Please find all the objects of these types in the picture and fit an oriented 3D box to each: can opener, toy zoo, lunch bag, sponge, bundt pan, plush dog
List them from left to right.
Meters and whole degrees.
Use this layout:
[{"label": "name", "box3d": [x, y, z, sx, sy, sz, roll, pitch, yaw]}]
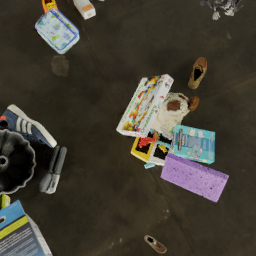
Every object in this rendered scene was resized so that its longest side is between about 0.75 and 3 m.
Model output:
[{"label": "bundt pan", "box3d": [-4.683, 1.294, 10.261, 2.387, 0.896, 2.387, 12, 67, -30]}, {"label": "can opener", "box3d": [-2.819, 1.564, 10.719, 0.501, 0.632, 1.902, 10, 63, 5]}, {"label": "lunch bag", "box3d": [-3.219, -4.473, 12.858, 1.784, 0.736, 1.434, 45, 82, -1]}, {"label": "toy zoo", "box3d": [1.100, 0.519, 11.309, 1.538, 0.240, 2.344, 19, 69, 7]}, {"label": "plush dog", "box3d": [1.654, -0.702, 11.049, 2.015, 1.882, 2.346, -34, 37, -31]}, {"label": "sponge", "box3d": [2.062, 1.560, 8.941, 1.957, 1.092, 0.292, 22, 44, 20]}]

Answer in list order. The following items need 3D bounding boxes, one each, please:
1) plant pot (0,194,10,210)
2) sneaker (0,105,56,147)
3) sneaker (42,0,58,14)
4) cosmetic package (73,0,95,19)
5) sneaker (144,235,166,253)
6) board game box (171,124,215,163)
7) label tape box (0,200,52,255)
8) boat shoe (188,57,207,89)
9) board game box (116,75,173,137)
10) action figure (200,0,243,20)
[{"label": "plant pot", "box3d": [-4.697, 2.783, 10.113, 0.713, 0.782, 0.786, -4, 67, -9]}, {"label": "sneaker", "box3d": [-4.052, 0.204, 11.077, 2.700, 1.012, 1.141, 31, 69, 22]}, {"label": "sneaker", "box3d": [-3.660, -5.455, 13.439, 0.802, 0.848, 2.199, -23, 79, -11]}, {"label": "cosmetic package", "box3d": [-2.178, -6.061, 13.942, 0.614, 0.432, 1.211, -30, 70, -12]}, {"label": "sneaker", "box3d": [0.946, 4.074, 9.794, 0.870, 0.329, 0.307, 30, 71, 12]}, {"label": "board game box", "box3d": [2.574, 0.628, 11.050, 1.636, 0.384, 1.235, 11, 68, -6]}, {"label": "label tape box", "box3d": [-3.866, 4.228, 9.418, 2.042, 0.942, 2.851, -31, 69, -13]}, {"label": "boat shoe", "box3d": [3.163, -2.526, 12.396, 0.606, 0.573, 1.686, 18, 69, 7]}, {"label": "board game box", "box3d": [0.508, -0.696, 8.716, 0.348, 1.270, 2.011, 34, 75, -29]}, {"label": "action figure", "box3d": [2.943, -3.767, 8.742, 1.373, 0.816, 0.701, 12, 83, -19]}]
